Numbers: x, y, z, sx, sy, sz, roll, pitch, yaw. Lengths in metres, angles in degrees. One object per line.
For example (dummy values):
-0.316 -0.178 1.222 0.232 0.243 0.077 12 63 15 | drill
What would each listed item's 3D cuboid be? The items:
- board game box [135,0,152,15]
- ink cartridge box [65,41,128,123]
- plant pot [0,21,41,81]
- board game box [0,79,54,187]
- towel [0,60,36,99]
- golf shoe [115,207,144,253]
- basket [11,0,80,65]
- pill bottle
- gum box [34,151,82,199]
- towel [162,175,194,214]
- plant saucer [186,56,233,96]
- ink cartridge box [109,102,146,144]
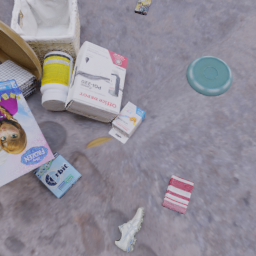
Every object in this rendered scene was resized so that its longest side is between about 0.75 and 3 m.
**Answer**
0.649 -5.213 11.985 0.527 0.135 0.778 18 70 7 | board game box
-1.072 -1.575 9.808 1.712 0.997 2.350 17 68 -22 | ink cartridge box
-4.088 -2.754 9.561 2.894 2.894 0.398 30 71 11 | plant pot
-3.189 0.175 6.521 2.356 0.485 2.350 -31 95 -53 | board game box
-4.460 -1.465 10.067 1.578 0.816 1.906 31 57 20 | towel
0.060 3.046 8.629 0.681 0.549 1.402 19 69 13 | golf shoe
-2.913 -3.700 10.513 2.234 1.797 2.214 -2 69 0 | basket
-2.550 -1.678 10.107 1.101 1.101 1.927 -1 68 0 | pill bottle
-2.324 1.551 9.317 1.211 0.270 1.029 41 74 14 | gum box
1.650 2.156 9.170 0.790 0.125 1.096 20 70 7 | towel
3.148 -2.061 10.726 1.788 0.245 1.788 0 68 0 | plant saucer
-0.043 -0.187 9.895 0.747 0.440 1.298 33 73 12 | ink cartridge box
